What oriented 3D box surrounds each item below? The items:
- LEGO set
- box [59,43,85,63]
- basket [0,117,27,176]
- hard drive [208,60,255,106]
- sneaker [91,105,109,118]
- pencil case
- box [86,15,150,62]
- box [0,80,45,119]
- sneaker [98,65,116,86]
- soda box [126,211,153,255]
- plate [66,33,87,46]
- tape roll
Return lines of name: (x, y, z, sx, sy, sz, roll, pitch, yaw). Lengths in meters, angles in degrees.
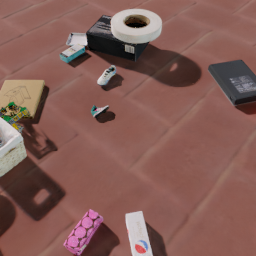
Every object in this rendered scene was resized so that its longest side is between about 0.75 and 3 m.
LEGO set: (-4.150, -0.327, 10.359, 1.354, 0.785, 1.042, 13, 51, 32)
box: (-2.644, -3.594, 13.385, 0.497, 0.297, 1.207, 32, 57, 24)
basket: (-4.470, 0.498, 9.347, 1.917, 1.183, 1.300, 33, 57, 24)
hard drive: (4.703, -2.025, 11.993, 1.660, 0.391, 2.379, -11, 51, -9)
sneaker: (-1.148, -0.750, 10.989, 0.761, 0.318, 0.459, -34, 67, -24)
pencil case: (-1.180, 2.879, 7.755, 0.581, 0.563, 1.240, -6, 39, 47)
box: (-0.445, -4.397, 13.591, 2.599, 1.025, 1.834, 19, 56, 16)
box: (-4.471, -1.210, 11.426, 1.712, 0.223, 2.094, 1, 50, 1)
sneaker: (-0.945, -2.296, 12.202, 0.444, 0.447, 1.234, 24, 55, 18)
soda box: (0.305, 3.069, 7.642, 0.497, 0.465, 1.460, -9, 51, -7)
plate: (-2.513, -4.457, 14.202, 1.055, 0.171, 1.053, 4, 51, 3)
tape roll: (0.389, -4.746, 12.963, 2.378, 0.435, 2.378, 0, 49, 0)
